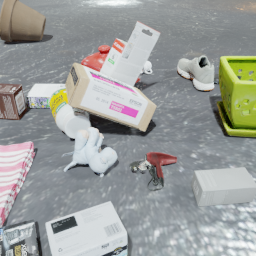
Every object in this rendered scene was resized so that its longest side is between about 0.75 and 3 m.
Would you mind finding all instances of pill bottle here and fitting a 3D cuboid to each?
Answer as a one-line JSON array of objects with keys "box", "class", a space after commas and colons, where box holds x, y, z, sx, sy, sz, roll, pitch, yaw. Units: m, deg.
[{"box": [-1.919, -0.492, 9.282, 1.097, 1.097, 1.946, -13, 36, -20], "class": "pill bottle"}]

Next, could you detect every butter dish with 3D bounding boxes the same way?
[{"box": [-0.979, -2.656, 12.013, 2.363, 1.747, 2.357, 27, 41, 35], "class": "butter dish"}]

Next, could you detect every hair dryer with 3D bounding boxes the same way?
[{"box": [0.808, 1.103, 7.644, 1.391, 0.378, 1.059, -30, 61, -31], "class": "hair dryer"}]

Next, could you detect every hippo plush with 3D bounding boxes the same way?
[{"box": [-0.917, 0.661, 7.524, 1.094, 1.084, 1.361, 26, 41, 35], "class": "hippo plush"}]

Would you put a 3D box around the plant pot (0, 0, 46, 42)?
[{"box": [-6.578, -6.604, 17.759, 2.396, 2.748, 2.748, 13, 30, -15], "class": "plant pot"}]

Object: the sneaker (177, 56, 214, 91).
[{"box": [3.123, -2.766, 12.582, 1.029, 1.250, 2.717, -7, 35, -17], "class": "sneaker"}]

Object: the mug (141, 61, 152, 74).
[{"box": [0.849, -2.914, 13.589, 0.697, 0.587, 0.795, -21, 68, -42], "class": "mug"}]

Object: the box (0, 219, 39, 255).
[{"box": [-2.223, 2.355, 5.686, 0.725, 0.229, 0.919, -11, 34, -17], "class": "box"}]

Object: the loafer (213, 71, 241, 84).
[{"box": [4.457, -2.331, 12.543, 1.750, 0.633, 0.637, 2, 34, 5], "class": "loafer"}]

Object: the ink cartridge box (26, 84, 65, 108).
[{"box": [-2.697, -1.249, 10.973, 2.179, 0.549, 1.187, 1, 33, 0], "class": "ink cartridge box"}]

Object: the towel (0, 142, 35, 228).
[{"box": [-3.808, 1.330, 7.078, 2.193, 0.448, 2.997, -1, 33, 0], "class": "towel"}]

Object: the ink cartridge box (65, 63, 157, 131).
[{"box": [-0.635, -1.044, 9.099, 2.582, 0.970, 2.127, 19, 16, -23], "class": "ink cartridge box"}]

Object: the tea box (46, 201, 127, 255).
[{"box": [-0.721, 2.185, 5.041, 1.236, 1.216, 0.826, -14, 35, -20], "class": "tea box"}]

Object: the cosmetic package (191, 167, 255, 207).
[{"box": [2.318, 1.420, 6.825, 1.361, 0.614, 0.727, 0, 33, -5], "class": "cosmetic package"}]

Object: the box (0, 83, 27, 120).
[{"box": [-4.879, -0.976, 10.045, 2.197, 1.100, 0.823, 4, 33, 4], "class": "box"}]

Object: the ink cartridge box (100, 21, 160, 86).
[{"box": [0.002, -2.641, 10.461, 1.417, 2.601, 0.655, 4, 31, -48], "class": "ink cartridge box"}]

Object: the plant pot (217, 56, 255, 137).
[{"box": [4.151, -0.967, 9.094, 2.318, 2.103, 2.306, 3, 34, 4], "class": "plant pot"}]
